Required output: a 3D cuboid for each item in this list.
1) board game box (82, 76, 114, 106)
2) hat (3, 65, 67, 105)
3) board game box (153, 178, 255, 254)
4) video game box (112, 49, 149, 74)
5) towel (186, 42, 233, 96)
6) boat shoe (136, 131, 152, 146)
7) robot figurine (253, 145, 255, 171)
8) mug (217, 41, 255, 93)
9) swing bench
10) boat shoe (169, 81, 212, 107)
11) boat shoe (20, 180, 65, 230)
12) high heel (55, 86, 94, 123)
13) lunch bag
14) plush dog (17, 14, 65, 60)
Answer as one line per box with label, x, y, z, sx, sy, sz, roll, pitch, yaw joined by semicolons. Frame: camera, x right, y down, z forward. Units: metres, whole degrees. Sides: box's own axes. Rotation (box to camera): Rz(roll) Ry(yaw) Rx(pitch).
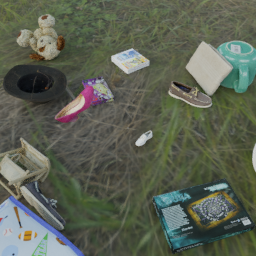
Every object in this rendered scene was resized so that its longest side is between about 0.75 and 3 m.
board game box;-1.305;-1.622;12.071;0.966;0.260;1.609;-19;48;-12
hat;-3.780;-1.614;11.538;2.462;0.993;2.462;7;50;-8
board game box;2.090;2.417;7.979;2.409;0.339;1.629;-11;46;-10
video game box;0.104;-3.273;13.627;1.291;0.332;1.417;-29;52;-22
towel;3.470;-2.620;12.194;0.397;1.528;2.305;8;40;-30
boat shoe;0.571;0.345;10.073;0.281;0.275;0.794;33;54;28
robot figurine;5.300;1.015;8.393;2.890;2.172;1.804;6;63;5
mug;4.866;-2.809;12.340;1.965;1.479;2.392;-24;50;-22
swing bench;-3.386;1.244;8.786;1.387;0.905;1.394;31;48;28
boat shoe;2.594;-1.422;11.618;1.888;0.562;0.678;25;51;23
boat shoe;-2.332;2.145;8.019;1.818;0.660;0.570;34;48;25
high heel;-1.923;-0.864;10.095;0.847;1.766;0.595;3;49;-47
lunch bag;-2.428;3.316;6.139;2.813;1.742;2.391;20;48;29
plush dog;-4.107;-4.178;13.953;2.179;1.749;1.872;-32;65;4
